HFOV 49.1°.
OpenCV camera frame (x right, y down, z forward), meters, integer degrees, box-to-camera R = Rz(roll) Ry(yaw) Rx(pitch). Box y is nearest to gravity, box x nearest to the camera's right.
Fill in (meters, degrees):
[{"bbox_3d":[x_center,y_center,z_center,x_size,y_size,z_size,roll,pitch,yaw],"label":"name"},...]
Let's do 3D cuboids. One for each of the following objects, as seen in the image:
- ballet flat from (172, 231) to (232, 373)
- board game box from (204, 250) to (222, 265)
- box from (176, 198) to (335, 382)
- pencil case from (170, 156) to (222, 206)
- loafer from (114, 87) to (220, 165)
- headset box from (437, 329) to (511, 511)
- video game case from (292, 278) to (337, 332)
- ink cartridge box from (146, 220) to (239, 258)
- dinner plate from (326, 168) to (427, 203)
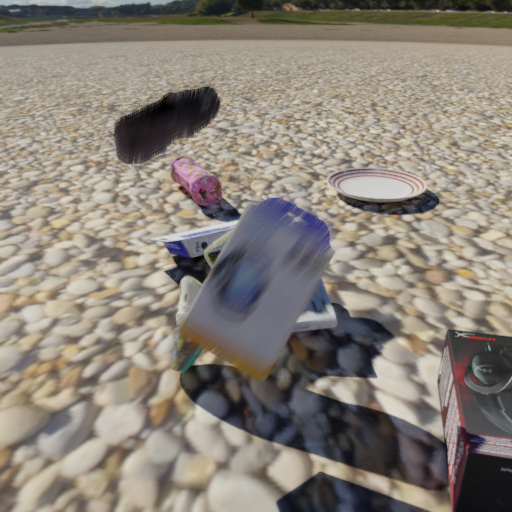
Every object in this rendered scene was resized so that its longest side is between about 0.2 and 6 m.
[{"bbox_3d":[-0.494,0.374,7.346,2.432,0.875,0.875,-50,40,-2],"label":"ballet flat"},{"bbox_3d":[-0.342,0.192,9.801,0.700,0.220,1.464,-13,26,-20],"label":"board game box"},{"bbox_3d":[0.050,0.301,6.218,1.101,1.850,0.384,29,-5,1],"label":"box"},{"bbox_3d":[-1.437,-1.783,13.158,0.790,0.756,1.826,-21,33,-18],"label":"pencil case"},{"bbox_3d":[-1.469,-2.413,9.581,0.841,0.737,2.341,26,52,29],"label":"loafer"},{"bbox_3d":[2.875,1.807,5.792,1.707,0.886,2.293,6,25,12],"label":"headset box"},{"bbox_3d":[0.317,0.665,8.347,1.492,0.188,1.637,-7,25,-1],"label":"video game case"},{"bbox_3d":[-0.869,-0.305,10.233,2.065,0.405,1.027,-13,11,-28],"label":"ink cartridge box"},{"bbox_3d":[2.868,-1.674,13.464,2.364,0.287,2.364,0,27,0],"label":"dinner plate"}]
